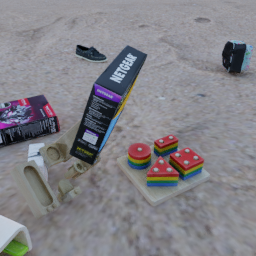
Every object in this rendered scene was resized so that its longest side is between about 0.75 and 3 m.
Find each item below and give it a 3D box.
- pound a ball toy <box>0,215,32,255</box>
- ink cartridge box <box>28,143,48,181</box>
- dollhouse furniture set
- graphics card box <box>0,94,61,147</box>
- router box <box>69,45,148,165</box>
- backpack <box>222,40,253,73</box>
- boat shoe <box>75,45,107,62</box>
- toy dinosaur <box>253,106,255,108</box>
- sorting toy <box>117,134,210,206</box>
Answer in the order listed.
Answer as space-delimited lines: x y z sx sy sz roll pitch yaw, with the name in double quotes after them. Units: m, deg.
-2.574 1.856 4.212 2.193 0.932 1.430 14 36 21 "pound a ball toy"
-1.960 0.805 6.111 0.341 0.586 0.810 -7 34 -10 "ink cartridge box"
-1.253 0.711 5.356 1.285 1.101 1.351 58 31 7 "dollhouse furniture set"
-3.190 -0.169 7.591 2.335 0.594 1.465 -17 37 -22 "graphics card box"
-0.274 -0.443 4.547 0.452 1.319 1.769 25 35 -1 "router box"
4.275 -2.874 11.141 1.035 1.221 1.375 2 24 -2 "backpack"
-1.658 -3.360 12.437 1.728 0.573 0.646 25 41 32 "boat shoe"
4.377 -0.543 8.392 0.598 0.340 1.126 -15 36 -20 "toy dinosaur"
0.753 0.766 6.217 1.518 0.532 1.527 -18 38 -25 "sorting toy"
